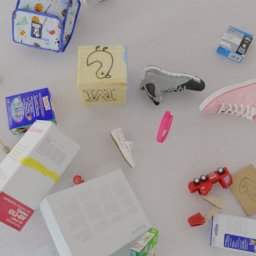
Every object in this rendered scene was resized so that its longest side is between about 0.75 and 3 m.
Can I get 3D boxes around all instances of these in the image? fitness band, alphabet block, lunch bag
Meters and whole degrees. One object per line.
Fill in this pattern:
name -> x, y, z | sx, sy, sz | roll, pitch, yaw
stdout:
fitness band -> 1.008, -0.028, 7.737 | 0.178, 0.954, 0.685 | 22, 35, 21
alphabet block -> -0.846, -1.897, 10.253 | 1.709, 1.678, 1.669 | -2, 70, -1
lunch bag -> -3.290, -4.406, 11.216 | 2.171, 1.582, 2.554 | 14, 84, 5

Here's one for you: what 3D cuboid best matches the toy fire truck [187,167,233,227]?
toy fire truck -> 2.710, 2.270, 9.301 | 1.990, 0.485, 1.403 | -22, 61, -5

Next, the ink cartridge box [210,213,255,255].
ink cartridge box -> 3.707, 3.461, 9.074 | 2.173, 0.426, 1.081 | 11, 72, 2

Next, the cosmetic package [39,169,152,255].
cosmetic package -> -0.873, 2.667, 8.384 | 2.862, 0.739, 2.158 | -13, 64, -44

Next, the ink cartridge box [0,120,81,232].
ink cartridge box -> -3.107, 1.313, 8.770 | 1.248, 2.171, 2.992 | 42, 72, -26

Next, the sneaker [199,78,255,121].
sneaker -> 4.054, -0.824, 10.220 | 2.669, 1.004, 1.395 | -19, 67, -11

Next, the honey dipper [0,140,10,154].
honey dipper -> -4.643, 0.530, 10.212 | 0.185, 0.185, 0.972 | -40, 74, -13

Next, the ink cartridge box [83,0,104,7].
ink cartridge box -> -1.633, -6.411, 12.292 | 1.283, 0.737, 1.767 | -26, 73, -9

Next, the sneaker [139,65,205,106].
sneaker -> 1.569, -1.393, 10.578 | 2.431, 0.912, 1.404 | 17, 76, 16

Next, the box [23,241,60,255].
box -> -1.890, 4.552, 8.305 | 2.078, 1.138, 2.355 | -24, 73, -8

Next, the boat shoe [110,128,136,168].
boat shoe -> -0.067, 0.667, 9.957 | 0.550, 0.562, 1.586 | -28, 72, -9

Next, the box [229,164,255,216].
box -> 4.201, 2.125, 9.674 | 1.151, 0.150, 1.409 | -27, 74, -9

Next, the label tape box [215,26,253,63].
label tape box -> 4.427, -3.562, 11.445 | 1.096, 0.506, 1.530 | 28, 75, 9

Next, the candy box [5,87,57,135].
candy box -> -3.565, -0.626, 10.367 | 1.614, 0.622, 1.365 | -14, 70, -4

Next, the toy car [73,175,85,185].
toy car -> -1.328, 2.118, 9.615 | 1.090, 0.258, 1.158 | -8, 72, -3

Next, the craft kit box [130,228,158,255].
craft kit box -> 0.457, 3.842, 8.216 | 0.324, 1.319, 1.336 | 10, 103, 26
